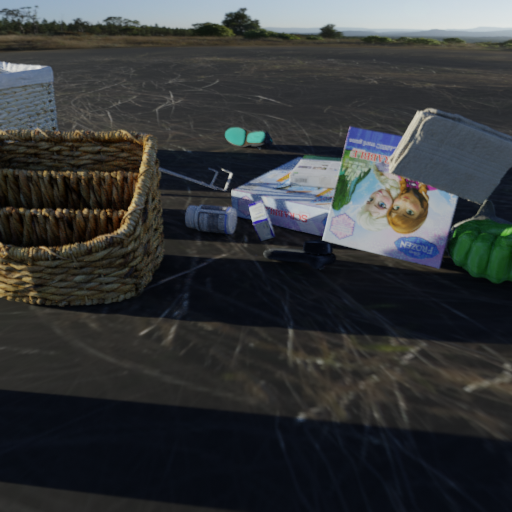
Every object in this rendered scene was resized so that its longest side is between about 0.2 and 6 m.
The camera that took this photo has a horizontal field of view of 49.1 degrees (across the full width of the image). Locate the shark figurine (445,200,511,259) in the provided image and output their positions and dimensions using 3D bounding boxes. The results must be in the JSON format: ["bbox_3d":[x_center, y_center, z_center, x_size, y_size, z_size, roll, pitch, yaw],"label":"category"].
[{"bbox_3d":[4.025,-0.584,10.225,2.027,0.846,1.211,-7,34,-21],"label":"shark figurine"}]

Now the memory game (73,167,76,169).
[{"bbox_3d":[-3.715,-2.393,14.872,2.303,0.147,2.303,0,26,0],"label":"memory game"}]

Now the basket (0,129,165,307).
[{"bbox_3d":[-3.159,-0.662,8.828,3.051,2.273,2.177,4,26,7],"label":"basket"}]

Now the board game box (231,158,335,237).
[{"bbox_3d":[1.523,-1.292,12.021,2.989,0.617,2.996,15,30,29],"label":"board game box"}]

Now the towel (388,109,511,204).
[{"bbox_3d":[3.019,-1.508,8.560,1.770,1.173,0.305,18,40,-10],"label":"towel"}]

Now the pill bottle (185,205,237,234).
[{"bbox_3d":[-0.884,-0.724,10.966,0.925,0.526,0.526,7,27,14],"label":"pill bottle"}]

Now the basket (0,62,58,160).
[{"bbox_3d":[-7.454,-3.793,15.053,3.093,2.510,3.121,12,29,23],"label":"basket"}]

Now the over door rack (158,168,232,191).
[{"bbox_3d":[-1.920,-1.645,12.264,2.474,0.824,1.828,5,9,-17],"label":"over door rack"}]

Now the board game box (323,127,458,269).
[{"bbox_3d":[2.362,-1.002,9.581,2.040,2.036,0.420,14,6,15],"label":"board game box"}]

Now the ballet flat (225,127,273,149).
[{"bbox_3d":[-0.177,-3.492,16.782,1.719,0.628,0.628,15,29,41],"label":"ballet flat"}]

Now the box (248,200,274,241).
[{"bbox_3d":[0.101,-0.665,10.586,0.293,0.514,0.559,-19,49,6],"label":"box"}]

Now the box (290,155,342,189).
[{"bbox_3d":[1.418,-1.833,12.126,1.087,0.274,1.506,8,28,15],"label":"box"}]

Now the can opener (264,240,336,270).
[{"bbox_3d":[0.756,-0.021,9.665,1.318,0.518,0.418,1,2,34],"label":"can opener"}]

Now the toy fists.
[{"bbox_3d":[4.524,-0.058,9.186,2.576,0.886,1.313,6,28,9],"label":"toy fists"}]
